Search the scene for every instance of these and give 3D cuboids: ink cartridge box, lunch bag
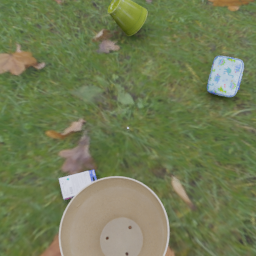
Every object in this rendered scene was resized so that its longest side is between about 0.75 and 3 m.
[{"bbox_3d":[-1.343,1.553,7.709,0.988,0.207,0.590,-14,65,-11],"label":"ink cartridge box"},{"bbox_3d":[3.168,-1.655,9.109,1.003,0.514,1.247,14,102,15],"label":"lunch bag"}]

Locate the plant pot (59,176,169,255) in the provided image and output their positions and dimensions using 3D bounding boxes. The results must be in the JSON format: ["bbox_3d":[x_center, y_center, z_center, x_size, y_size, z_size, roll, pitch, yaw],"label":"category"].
[{"bbox_3d":[-0.229,2.371,6.180,2.204,1.480,2.204,-3,59,4],"label":"plant pot"}]

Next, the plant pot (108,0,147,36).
[{"bbox_3d":[-0.094,-4.210,10.271,1.123,1.167,1.167,28,52,-35],"label":"plant pot"}]
